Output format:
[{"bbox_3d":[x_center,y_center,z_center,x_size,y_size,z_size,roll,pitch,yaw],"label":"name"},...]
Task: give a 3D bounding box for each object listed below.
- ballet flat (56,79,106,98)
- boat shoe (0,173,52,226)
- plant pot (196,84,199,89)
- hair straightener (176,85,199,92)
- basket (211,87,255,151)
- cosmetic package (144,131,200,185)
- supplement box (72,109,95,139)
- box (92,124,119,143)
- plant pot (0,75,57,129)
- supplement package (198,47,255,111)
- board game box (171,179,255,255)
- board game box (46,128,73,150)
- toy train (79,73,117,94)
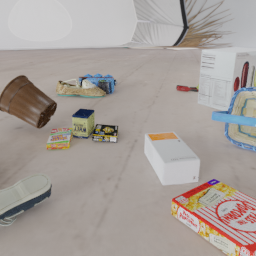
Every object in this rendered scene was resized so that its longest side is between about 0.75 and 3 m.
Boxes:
[{"bbox_3d":[-2.598,-2.179,15.132,2.802,0.915,0.988,3,21,6],"label":"ballet flat"},{"bbox_3d":[-2.478,1.551,5.681,1.928,0.596,0.722,-25,47,-33],"label":"boat shoe"},{"bbox_3d":[4.620,-2.700,16.080,1.132,1.041,1.132,9,23,-4],"label":"plant pot"},{"bbox_3d":[3.624,-2.343,16.378,1.633,0.334,0.628,1,21,2],"label":"hair straightener"},{"bbox_3d":[4.066,-0.239,8.468,2.511,1.981,2.848,13,15,29],"label":"basket"},{"bbox_3d":[1.134,0.761,7.705,0.965,0.678,1.902,-4,22,-11],"label":"cosmetic package"},{"bbox_3d":[-1.564,-0.167,9.927,0.552,0.821,0.822,6,22,10],"label":"supplement box"},{"bbox_3d":[-0.768,0.175,9.774,0.840,0.260,1.052,3,21,0],"label":"box"},{"bbox_3d":[-3.545,-0.857,10.195,1.540,1.556,1.556,33,26,3],"label":"plant pot"},{"bbox_3d":[4.936,-2.393,13.283,2.496,2.610,1.920,-14,24,-31],"label":"supplement package"},{"bbox_3d":[1.972,1.740,5.469,1.377,0.421,1.818,-15,25,-34],"label":"board game box"},{"bbox_3d":[-2.300,0.349,9.497,0.724,0.227,1.515,-3,24,-6],"label":"board game box"},{"bbox_3d":[-1.788,-2.539,16.072,2.284,0.990,1.305,3,27,8],"label":"toy train"}]
